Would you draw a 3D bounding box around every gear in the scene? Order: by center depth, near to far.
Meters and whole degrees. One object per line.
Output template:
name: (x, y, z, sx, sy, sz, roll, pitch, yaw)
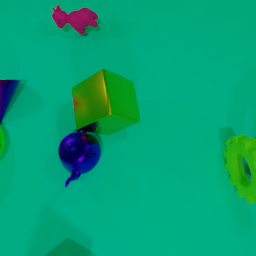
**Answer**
gear: (2.584, 0.884, 6.111, 0.270, 1.458, 1.458, -13, 73, -7)

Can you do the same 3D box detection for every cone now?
cone: (-3.285, -0.645, 7.091, 1.133, 1.133, 1.137, 0, 99, 0)

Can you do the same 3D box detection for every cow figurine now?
cow figurine: (-1.417, -2.900, 7.349, 1.025, 1.009, 0.563, -12, 68, 37)

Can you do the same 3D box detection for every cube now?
cube: (-0.521, -0.548, 6.552, 1.086, 1.086, 1.086, -22, 69, 34)

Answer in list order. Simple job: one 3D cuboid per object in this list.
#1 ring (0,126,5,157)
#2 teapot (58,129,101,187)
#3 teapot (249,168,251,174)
ring: (-3.902, 0.329, 6.529, 1.900, 0.380, 1.900, 10, 54, -14)
teapot: (-1.180, 0.586, 6.495, 1.027, 0.809, 1.652, 1, 70, 16)
teapot: (3.380, 0.938, 6.326, 1.105, 0.870, 1.776, -26, 44, 31)
